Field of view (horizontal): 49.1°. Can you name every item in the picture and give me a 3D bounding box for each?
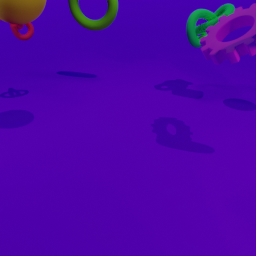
[{"bbox_3d":[2.093,-1.813,5.393,1.394,0.258,1.394,-26,38,23],"label":"gear"},{"bbox_3d":[-1.221,-4.305,9.711,1.813,1.813,0.363,7,34,13],"label":"ring"},{"bbox_3d":[-3.222,-3.013,7.889,0.498,1.079,1.009,-37,2,13],"label":"knot shape"},{"bbox_3d":[-2.182,-2.619,5.389,1.181,1.181,1.181,0,28,0],"label":"ball"},{"bbox_3d":[2.678,-3.313,9.003,1.760,1.647,0.813,3,53,-59],"label":"knot shape"}]
